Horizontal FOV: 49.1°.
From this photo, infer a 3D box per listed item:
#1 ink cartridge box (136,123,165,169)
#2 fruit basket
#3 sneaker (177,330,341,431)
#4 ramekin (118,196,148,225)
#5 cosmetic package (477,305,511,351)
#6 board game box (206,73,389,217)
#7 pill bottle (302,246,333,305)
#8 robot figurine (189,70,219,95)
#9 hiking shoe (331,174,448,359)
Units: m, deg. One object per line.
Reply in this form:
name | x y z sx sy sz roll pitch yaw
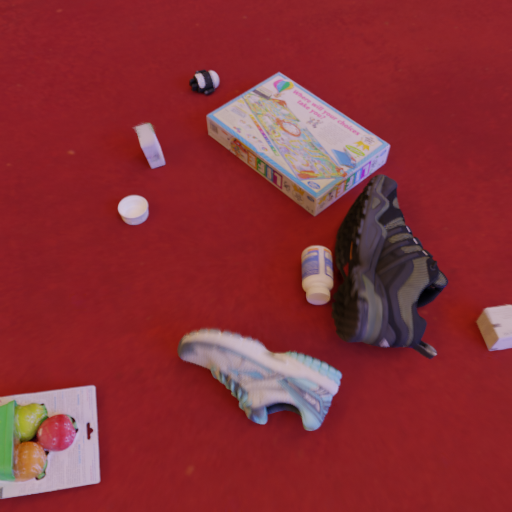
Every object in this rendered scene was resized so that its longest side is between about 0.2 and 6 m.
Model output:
ink cartridge box | -2.235 -2.323 11.880 0.327 0.779 0.564 -19 62 -2
fruit basket | -3.254 2.790 8.433 1.675 0.785 1.552 -1 53 -20
sneaker | -0.087 1.944 8.763 2.669 1.036 1.152 13 70 16
ramekin | -2.445 -0.900 11.216 0.585 0.285 0.585 0 55 0
cosmetic package | 4.170 1.233 9.565 0.488 0.488 0.591 -8 55 -5
board game box | 0.857 -2.545 12.210 2.254 0.574 3.353 -37 62 -23
pill bottle | 1.105 0.361 10.139 0.557 0.557 0.993 2 54 2
robot figurine | -1.249 -4.184 13.481 0.709 0.533 0.443 -21 27 -14
hiking shoe | 2.433 0.138 10.051 1.827 1.375 3.630 20 55 -9
